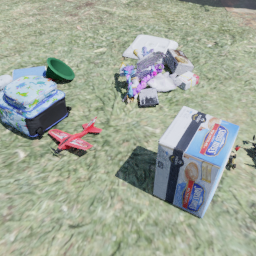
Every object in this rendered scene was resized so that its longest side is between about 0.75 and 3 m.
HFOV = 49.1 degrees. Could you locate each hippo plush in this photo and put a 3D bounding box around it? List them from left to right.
[{"bbox_3d":[-5.654,-1.822,12.469,1.507,1.212,1.200,-26,49,-25],"label":"hippo plush"}]

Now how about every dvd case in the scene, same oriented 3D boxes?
[{"bbox_3d":[0.919,-1.381,12.551,0.816,0.134,1.086,-7,46,3],"label":"dvd case"}]

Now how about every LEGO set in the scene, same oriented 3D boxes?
[{"bbox_3d":[4.659,0.967,10.079,2.409,0.683,1.565,-5,40,14],"label":"LEGO set"}]

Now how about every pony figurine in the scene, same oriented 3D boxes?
[{"bbox_3d":[0.793,-2.582,12.940,2.715,2.342,2.813,-26,43,19],"label":"pony figurine"}]

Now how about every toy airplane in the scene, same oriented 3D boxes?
[{"bbox_3d":[-1.960,0.296,10.765,2.293,0.422,2.293,-8,36,6],"label":"toy airplane"}]

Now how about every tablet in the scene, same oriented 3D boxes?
[{"bbox_3d":[-5.026,-2.774,14.298,1.669,0.114,1.086,-10,44,-12],"label":"tablet"}]

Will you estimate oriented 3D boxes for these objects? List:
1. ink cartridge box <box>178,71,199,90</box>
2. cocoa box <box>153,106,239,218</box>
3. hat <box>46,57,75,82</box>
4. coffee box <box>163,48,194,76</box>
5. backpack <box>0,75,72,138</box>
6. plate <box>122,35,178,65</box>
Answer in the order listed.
[{"bbox_3d":[2.857,-2.298,13.571,0.968,0.404,0.702,-29,50,-28],"label":"ink cartridge box"},{"bbox_3d":[1.944,1.049,8.350,1.725,2.629,1.753,23,49,22],"label":"cocoa box"},{"bbox_3d":[-3.804,-2.467,13.930,1.792,1.578,1.485,23,32,-37],"label":"hat"},{"bbox_3d":[2.569,-3.365,14.371,0.921,0.651,1.630,5,40,-22],"label":"coffee box"},{"bbox_3d":[-3.952,-1.060,11.250,2.432,1.787,2.225,19,42,25],"label":"backpack"},{"bbox_3d":[1.339,-4.638,16.060,2.620,0.423,2.615,16,45,15],"label":"plate"}]
